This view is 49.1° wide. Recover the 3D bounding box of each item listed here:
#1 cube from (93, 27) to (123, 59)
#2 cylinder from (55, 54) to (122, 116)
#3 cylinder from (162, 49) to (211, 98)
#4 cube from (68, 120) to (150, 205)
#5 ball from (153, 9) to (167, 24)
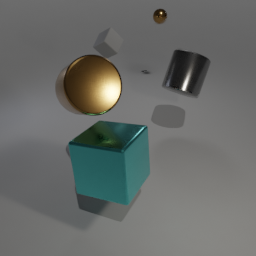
[{"bbox_3d":[-0.723,-3.108,10.293,0.700,0.700,0.700,-8,55,47],"label":"cube"},{"bbox_3d":[-1.029,-1.025,7.046,1.400,1.400,1.400,-14,9,-21],"label":"cylinder"},{"bbox_3d":[2.103,-1.949,10.196,1.400,1.400,1.400,18,6,-2],"label":"cylinder"},{"bbox_3d":[-0.379,0.759,6.741,1.400,1.400,1.400,7,26,25],"label":"cube"},{"bbox_3d":[1.565,-5.439,13.646,0.700,0.700,0.700,0,32,0],"label":"ball"}]
